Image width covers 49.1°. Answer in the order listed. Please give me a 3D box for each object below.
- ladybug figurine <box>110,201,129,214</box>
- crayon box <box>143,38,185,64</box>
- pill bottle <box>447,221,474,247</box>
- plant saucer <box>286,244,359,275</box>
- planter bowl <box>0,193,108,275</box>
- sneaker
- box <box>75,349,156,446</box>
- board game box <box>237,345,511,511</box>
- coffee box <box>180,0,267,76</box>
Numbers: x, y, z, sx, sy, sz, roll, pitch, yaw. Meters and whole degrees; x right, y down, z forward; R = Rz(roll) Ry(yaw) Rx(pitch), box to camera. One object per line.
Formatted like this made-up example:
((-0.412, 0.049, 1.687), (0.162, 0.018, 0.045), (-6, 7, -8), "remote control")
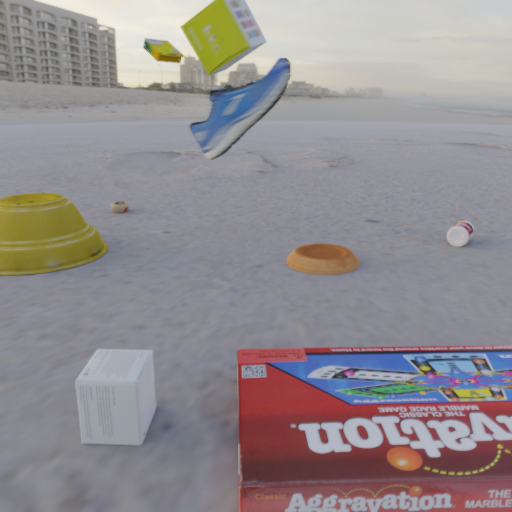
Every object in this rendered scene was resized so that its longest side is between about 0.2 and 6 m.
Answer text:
((-3.514, -1.256, 14.483), (0.452, 0.240, 0.666), (2, 17, 5), "ladybug figurine")
((-2.153, -4.748, 13.054), (0.621, 0.249, 0.978), (-8, 42, -35), "crayon box")
((4.268, -0.479, 11.647), (0.433, 0.433, 0.791), (10, 20, 29), "pill bottle")
((1.229, 0.027, 10.338), (1.337, 0.250, 1.337), (0, 17, 0), "plant saucer")
((-4.286, -0.573, 10.813), (2.700, 1.124, 2.700), (0, 18, 0), "planter bowl")
((-0.376, -3.332, 12.057), (2.683, 1.196, 1.054), (-40, 7, 14), "sneaker")
((-1.318, 1.334, 5.368), (0.585, 0.679, 0.682), (1, 17, 3), "box")
((2.002, 1.504, 5.291), (4.357, 0.424, 2.243), (-1, 18, -2), "board game box")
((-0.625, -4.365, 11.046), (1.088, 1.086, 1.076), (-24, 15, 28), "coffee box")
